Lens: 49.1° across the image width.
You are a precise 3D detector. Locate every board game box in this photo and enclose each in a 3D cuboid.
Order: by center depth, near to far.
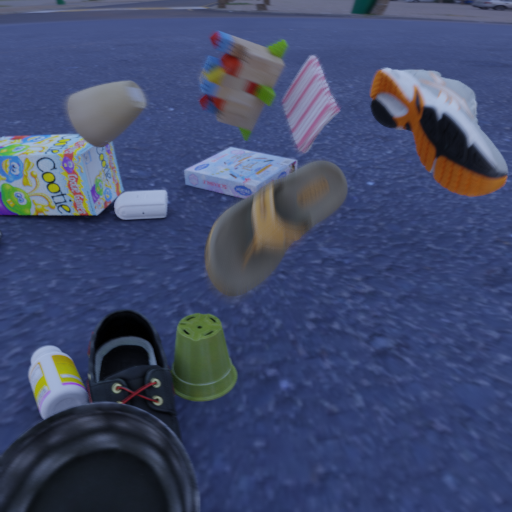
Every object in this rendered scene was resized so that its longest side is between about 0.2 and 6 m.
[{"bbox_3d":[-4.464,-1.748,12.037,2.650,1.390,1.365,1,29,13],"label":"board game box"},{"bbox_3d":[-0.347,-2.066,13.835,2.035,0.420,2.040,17,33,28],"label":"board game box"}]

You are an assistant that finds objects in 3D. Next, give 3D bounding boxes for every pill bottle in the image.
[{"bbox_3d":[-2.534,1.603,7.097,0.573,0.573,1.100,-15,33,-26],"label":"pill bottle"}]

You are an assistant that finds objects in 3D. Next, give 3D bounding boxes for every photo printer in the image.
[{"bbox_3d":[-2.500,-1.114,12.155,1.116,0.388,0.929,-3,27,-4],"label":"photo printer"}]

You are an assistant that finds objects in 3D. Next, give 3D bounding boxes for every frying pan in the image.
[{"bbox_3d":[-0.848,2.378,4.956,3.611,0.588,2.184,-3,54,7],"label":"frying pan"}]

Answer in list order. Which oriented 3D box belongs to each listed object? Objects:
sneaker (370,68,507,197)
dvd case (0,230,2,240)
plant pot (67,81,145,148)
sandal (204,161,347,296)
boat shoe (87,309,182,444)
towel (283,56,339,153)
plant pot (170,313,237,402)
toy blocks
[{"bbox_3d":[3.570,-2.481,10.129,1.592,1.310,3.461,-17,51,-15],"label":"sneaker"},{"bbox_3d":[-5.408,-0.117,10.629,0.983,0.148,1.346,-8,31,-15],"label":"dvd case"},{"bbox_3d":[-2.656,-2.732,10.314,1.155,1.081,1.081,-21,22,23],"label":"plant pot"},{"bbox_3d":[0.334,-0.496,7.261,2.499,1.004,0.675,-39,5,-22],"label":"sandal"},{"bbox_3d":[-1.487,1.724,6.583,1.068,0.914,2.918,-6,31,-16],"label":"boat shoe"},{"bbox_3d":[1.115,-3.214,11.899,0.261,1.278,1.747,9,51,-30],"label":"towel"},{"bbox_3d":[-0.733,1.264,7.389,0.934,0.887,0.934,-1,29,0],"label":"plant pot"},{"bbox_3d":[-0.497,-3.684,11.905,1.538,2.250,1.124,10,44,-24],"label":"toy blocks"}]
